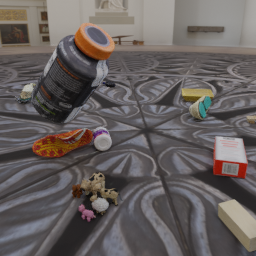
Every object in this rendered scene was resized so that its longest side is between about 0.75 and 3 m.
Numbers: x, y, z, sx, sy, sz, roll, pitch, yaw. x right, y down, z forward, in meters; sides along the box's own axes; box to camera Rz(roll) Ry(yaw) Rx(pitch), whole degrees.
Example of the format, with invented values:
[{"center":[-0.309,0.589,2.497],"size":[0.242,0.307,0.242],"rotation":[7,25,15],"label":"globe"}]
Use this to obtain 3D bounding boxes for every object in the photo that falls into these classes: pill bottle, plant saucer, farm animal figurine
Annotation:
[{"center":[-1.446,-1.434,7.466],"size":[1.439,2.710,1.439],"rotation":[24,43,-25],"label":"pill bottle"},{"center":[3.757,-1.766,15.291],"size":[1.623,0.393,1.623],"rotation":[3,21,9],"label":"plant saucer"},{"center":[-0.910,0.332,9.637],"size":[0.579,0.579,1.031],"rotation":[-4,21,-11],"label":"pill bottle"},{"center":[-0.793,1.492,6.586],"size":[1.006,0.627,1.246],"rotation":[-11,24,-27],"label":"farm animal figurine"}]

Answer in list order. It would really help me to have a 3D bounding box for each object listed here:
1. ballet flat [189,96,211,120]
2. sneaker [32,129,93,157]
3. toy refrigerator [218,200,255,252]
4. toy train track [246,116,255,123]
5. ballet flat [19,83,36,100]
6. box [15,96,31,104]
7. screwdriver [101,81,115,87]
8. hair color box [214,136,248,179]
[{"center":[3.203,-0.867,12.703],"size":[0.821,0.821,2.364],"rotation":[10,22,24],"label":"ballet flat"},{"center":[-2.153,0.521,9.269],"size":[2.057,0.751,0.793],"rotation":[-12,1,-36],"label":"sneaker"},{"center":[2.317,1.972,5.731],"size":[0.413,0.380,1.088],"rotation":[-12,23,-11],"label":"toy refrigerator"},{"center":[6.319,-0.331,11.691],"size":[2.569,0.418,1.474],"rotation":[-2,28,9],"label":"toy train track"},{"center":[-5.242,-2.020,15.143],"size":[0.683,0.758,2.013],"rotation":[6,16,10],"label":"ballet flat"},{"center":[-5.606,-1.532,14.926],"size":[0.671,0.212,0.851],"rotation":[-12,24,-28],"label":"box"},{"center":[-1.811,-2.997,18.644],"size":[2.508,0.365,0.350],"rotation":[13,24,39],"label":"screwdriver"},{"center":[3.041,0.829,8.432],"size":[0.866,0.523,1.706],"rotation":[6,23,16],"label":"hair color box"}]
